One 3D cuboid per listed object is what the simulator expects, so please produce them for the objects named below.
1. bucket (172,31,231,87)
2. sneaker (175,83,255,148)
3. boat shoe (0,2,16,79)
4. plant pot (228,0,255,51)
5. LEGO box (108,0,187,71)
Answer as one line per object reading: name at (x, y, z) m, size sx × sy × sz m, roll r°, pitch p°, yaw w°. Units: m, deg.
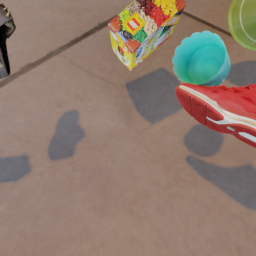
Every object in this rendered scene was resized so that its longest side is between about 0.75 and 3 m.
bucket at (1.581, -1.379, 5.915) m, size 1.150 × 0.748 × 1.150 m, roll -3°, pitch 84°, yaw 31°
sneaker at (2.057, -0.538, 5.293) m, size 2.167 × 0.849 × 1.252 m, roll 35°, pitch 75°, yaw 28°
boat shoe at (-2.608, -2.023, 5.427) m, size 0.833 × 0.846 × 2.272 m, roll 0°, pitch 96°, yaw -9°
plant pot at (3.947, -3.120, 7.373) m, size 1.927 × 1.927 × 1.830 m, roll -6°, pitch 10°, yaw -4°
LEGO box at (0.431, -2.584, 7.429) m, size 1.691 × 2.270 × 0.876 m, roll -41°, pitch 90°, yaw 0°
